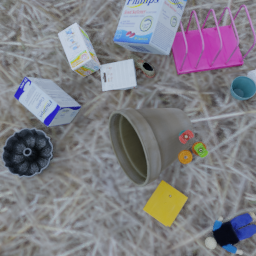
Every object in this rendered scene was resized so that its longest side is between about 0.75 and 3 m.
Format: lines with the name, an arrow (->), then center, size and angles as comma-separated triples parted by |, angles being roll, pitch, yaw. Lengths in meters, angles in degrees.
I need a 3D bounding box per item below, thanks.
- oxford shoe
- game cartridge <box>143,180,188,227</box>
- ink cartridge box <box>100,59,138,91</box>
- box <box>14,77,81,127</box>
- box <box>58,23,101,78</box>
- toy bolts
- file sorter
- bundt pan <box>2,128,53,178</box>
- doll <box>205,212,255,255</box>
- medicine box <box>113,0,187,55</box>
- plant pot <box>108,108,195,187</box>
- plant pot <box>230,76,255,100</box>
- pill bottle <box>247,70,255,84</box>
oxford shoe -> 0.559, -2.649, 11.427 | 1.409, 0.527, 0.497 | 38, 76, 12
game cartridge -> 1.315, 2.660, 9.862 | 1.109, 0.204, 1.258 | 34, 77, 10
ink cartridge box -> -0.372, -2.085, 11.325 | 1.406, 0.352, 1.140 | -8, 82, 13
box -> -2.861, -0.953, 10.152 | 1.728, 1.589, 0.907 | 40, 105, 9
box -> -1.921, -3.075, 11.206 | 0.896, 0.995, 1.769 | -27, 74, 12
toy bolts -> 1.821, 0.546, 8.565 | 0.930, 0.675, 0.973 | -33, 91, 5
file sorter -> 3.259, -3.554, 11.092 | 2.769, 1.736, 1.924 | -9, 72, -3
bundt pan -> -3.542, 0.937, 10.163 | 1.822, 0.684, 1.822 | 0, 73, 0
doll -> 3.493, 3.566, 9.399 | 1.930, 0.468, 1.317 | -20, 70, -7
medicine box -> 0.799, -4.088, 10.576 | 2.077, 1.173, 2.280 | 22, 96, 45
plant pot -> 0.915, 0.378, 9.592 | 2.284, 2.632, 2.632 | -18, 72, -24
plant pot -> 4.423, -1.465, 10.978 | 0.944, 0.636, 0.944 | 0, 72, 0
pill bottle -> 5.650, -2.148, 11.051 | 1.681, 0.930, 0.930 | -19, 73, -6
